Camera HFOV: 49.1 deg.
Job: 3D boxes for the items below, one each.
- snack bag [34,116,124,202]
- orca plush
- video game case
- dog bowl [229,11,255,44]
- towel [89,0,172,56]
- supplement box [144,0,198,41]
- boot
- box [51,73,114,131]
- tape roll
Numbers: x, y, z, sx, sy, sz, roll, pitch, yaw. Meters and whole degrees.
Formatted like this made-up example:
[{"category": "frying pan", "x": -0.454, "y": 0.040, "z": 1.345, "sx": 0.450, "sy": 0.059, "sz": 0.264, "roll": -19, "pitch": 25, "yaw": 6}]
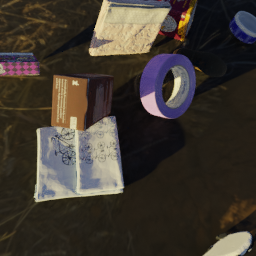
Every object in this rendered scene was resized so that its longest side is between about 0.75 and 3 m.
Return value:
[{"category": "snack bag", "x": -1.489, "y": 0.831, "z": 8.253, "sx": 2.545, "sy": 0.272, "sz": 2.400, "roll": -6, "pitch": 65, "yaw": -3}, {"category": "orca plush", "x": 2.378, "y": 3.275, "z": 6.869, "sx": 1.794, "sy": 0.944, "sz": 0.638, "roll": -39, "pitch": 108, "yaw": -11}, {"category": "video game case", "x": -4.024, "y": -1.934, "z": 8.379, "sx": 2.458, "sy": 0.440, "sz": 2.228, "roll": -6, "pitch": 22, "yaw": -22}, {"category": "dog bowl", "x": 4.230, "y": -3.588, "z": 10.001, "sx": 1.158, "sy": 0.456, "sz": 1.158, "roll": 11, "pitch": 57, "yaw": -18}, {"category": "towel", "x": 0.037, "y": -3.054, "z": 8.755, "sx": 2.198, "sy": 2.100, "sz": 0.354, "roll": -9, "pitch": 66, "yaw": -25}, {"category": "supplement box", "x": 1.096, "y": -4.259, "z": 9.998, "sx": 2.488, "sy": 1.373, "sz": 1.066, "roll": 21, "pitch": 71, "yaw": 10}, {"category": "boot", "x": 2.431, "y": -2.278, "z": 9.511, "sx": 1.913, "sy": 0.722, "sz": 0.704, "roll": 18, "pitch": 105, "yaw": -10}, {"category": "box", "x": -1.137, "y": -0.823, "z": 7.676, "sx": 0.946, "sy": 2.525, "sz": 1.265, "roll": 8, "pitch": 103, "yaw": 7}, {"category": "tape roll", "x": 1.217, "y": -1.237, "z": 8.315, "sx": 0.609, "sy": 1.858, "sz": 1.858, "roll": 17, "pitch": 60, "yaw": 47}]
